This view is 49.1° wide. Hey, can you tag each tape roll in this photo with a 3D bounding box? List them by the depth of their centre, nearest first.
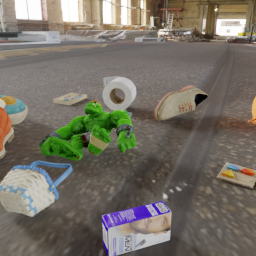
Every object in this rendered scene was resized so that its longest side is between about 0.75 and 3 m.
[{"bbox_3d":[-0.318,-1.329,10.907,1.175,1.175,0.807,5,21,12],"label":"tape roll"}]

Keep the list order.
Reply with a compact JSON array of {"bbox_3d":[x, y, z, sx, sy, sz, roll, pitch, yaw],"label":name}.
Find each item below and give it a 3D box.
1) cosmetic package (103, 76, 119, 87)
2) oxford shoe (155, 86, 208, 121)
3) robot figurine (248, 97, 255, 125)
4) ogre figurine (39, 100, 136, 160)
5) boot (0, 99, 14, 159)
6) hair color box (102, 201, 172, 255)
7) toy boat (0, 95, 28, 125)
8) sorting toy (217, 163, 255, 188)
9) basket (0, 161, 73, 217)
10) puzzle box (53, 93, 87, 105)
[{"bbox_3d":[-0.815,-2.438,14.783,0.919,0.491,0.415,-14,24,-28],"label":"cosmetic package"},{"bbox_3d":[1.897,-0.873,9.881,2.270,0.803,0.838,-33,37,-27],"label":"oxford shoe"},{"bbox_3d":[4.962,-0.617,8.515,2.804,1.635,2.017,-11,26,-28],"label":"robot figurine"},{"bbox_3d":[-0.928,0.103,7.269,2.545,1.249,1.526,-27,21,29],"label":"ogre figurine"},{"bbox_3d":[-3.642,0.038,7.258,0.908,1.297,2.420,-2,23,-10],"label":"boot"},{"bbox_3d":[0.140,1.542,4.310,1.027,0.561,0.333,-9,23,-20],"label":"hair color box"},{"bbox_3d":[-4.509,-0.604,9.153,1.963,1.085,2.335,13,25,30],"label":"toy boat"},{"bbox_3d":[2.616,1.046,6.154,1.103,0.162,0.815,14,25,33],"label":"sorting toy"},{"bbox_3d":[-1.732,1.017,5.179,1.033,0.815,1.172,0,34,31],"label":"basket"},{"bbox_3d":[-2.505,-1.286,12.222,0.872,0.167,1.311,9,23,24],"label":"puzzle box"}]
